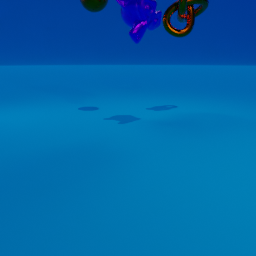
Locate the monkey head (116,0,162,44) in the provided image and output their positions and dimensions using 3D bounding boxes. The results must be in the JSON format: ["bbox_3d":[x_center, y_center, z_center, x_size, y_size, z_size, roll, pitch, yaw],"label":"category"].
[{"bbox_3d":[0.197,-2.799,7.177,1.016,1.212,1.685,27,-8,37],"label":"monkey head"}]

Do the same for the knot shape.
[{"bbox_3d":[1.755,-3.641,8.883,0.754,1.527,1.632,38,11,38],"label":"knot shape"}]

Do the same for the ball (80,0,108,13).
[{"bbox_3d":[-1.033,-3.984,8.509,0.888,0.888,0.888,0,14,0],"label":"ball"}]
